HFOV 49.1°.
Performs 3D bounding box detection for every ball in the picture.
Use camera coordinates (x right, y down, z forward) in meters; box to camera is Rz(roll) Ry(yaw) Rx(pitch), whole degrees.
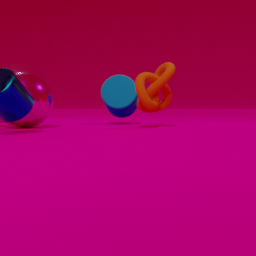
[{"bbox_3d":[-2.576,-0.696,7.034,1.371,1.371,1.371,0,4,0],"label":"ball"}]

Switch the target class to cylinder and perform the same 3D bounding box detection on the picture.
[{"bbox_3d":[-2.309,-0.616,5.316,0.754,0.754,0.754,1,-33,17],"label":"cylinder"},{"bbox_3d":[-0.229,-0.948,8.633,1.058,1.058,1.058,0,-13,5],"label":"cylinder"}]

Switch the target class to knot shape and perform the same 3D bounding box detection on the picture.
[{"bbox_3d":[0.699,-0.914,7.327,0.691,1.398,1.494,28,57,23],"label":"knot shape"}]

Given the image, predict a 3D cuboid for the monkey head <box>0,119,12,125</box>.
[{"bbox_3d":[-3.728,-0.381,7.391,1.573,0.948,1.132,10,40,-15],"label":"monkey head"}]
